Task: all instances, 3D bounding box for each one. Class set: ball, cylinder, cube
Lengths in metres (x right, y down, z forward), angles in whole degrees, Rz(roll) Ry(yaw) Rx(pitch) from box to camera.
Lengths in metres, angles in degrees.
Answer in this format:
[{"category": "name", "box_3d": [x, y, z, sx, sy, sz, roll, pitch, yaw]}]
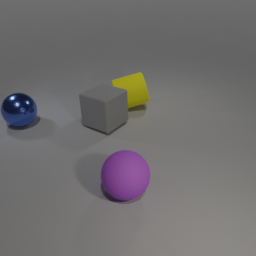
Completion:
[{"category": "ball", "box_3d": [-0.069, 1.322, 7.905, 1.400, 1.400, 1.400, 0, 30, 0]}, {"category": "ball", "box_3d": [-4.434, -0.736, 11.430, 1.400, 1.400, 1.400, 0, 30, 0]}, {"category": "cylinder", "box_3d": [0.103, -1.662, 12.709, 1.400, 1.400, 1.400, -16, 32, -1]}, {"category": "cube", "box_3d": [-0.954, -0.835, 11.389, 1.400, 1.400, 1.400, 18, 35, 31]}]
